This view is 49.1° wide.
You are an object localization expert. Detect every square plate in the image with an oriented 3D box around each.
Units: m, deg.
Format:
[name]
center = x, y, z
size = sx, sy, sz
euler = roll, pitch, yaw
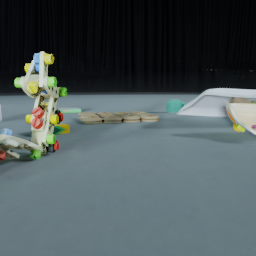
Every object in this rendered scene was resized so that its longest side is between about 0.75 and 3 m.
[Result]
[square plate]
center = 3.464, -0.887, 10.025
size = 2.783, 0.396, 2.757
euler = 2, -10, -9

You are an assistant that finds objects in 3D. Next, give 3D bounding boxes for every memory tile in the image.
[memory tile]
center = -0.407, -0.425, 10.519
size = 2.774, 0.233, 2.126
euler = -3, 9, -15

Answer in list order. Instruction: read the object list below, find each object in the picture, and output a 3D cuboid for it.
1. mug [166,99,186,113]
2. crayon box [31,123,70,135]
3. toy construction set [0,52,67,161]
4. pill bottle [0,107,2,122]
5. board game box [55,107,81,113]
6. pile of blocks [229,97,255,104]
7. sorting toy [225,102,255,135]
[mug]
center = 2.325, -1.058, 13.354
size = 0.982, 0.607, 0.807
euler = -1, 9, -4
[crayon box]
center = -2.124, 0.010, 7.648
size = 0.736, 0.249, 0.853
euler = -8, 12, -40
[toy construction set]
center = -1.671, -0.233, 4.994
size = 0.916, 1.988, 1.303
euler = 14, -26, 10
[pill bottle]
center = -5.001, -0.499, 9.599
size = 1.180, 0.663, 0.663
euler = -6, 10, -22
[board game box]
center = -2.980, -0.845, 13.376
size = 1.296, 0.189, 0.872
euler = -4, 9, -23
[pile of blocks]
center = 4.320, -0.385, 9.300
size = 2.455, 1.008, 0.763
euler = 7, -35, -14
[sorting toy]
center = 3.330, -0.100, 6.931
size = 1.593, 0.851, 1.434
euler = 2, 17, 8
